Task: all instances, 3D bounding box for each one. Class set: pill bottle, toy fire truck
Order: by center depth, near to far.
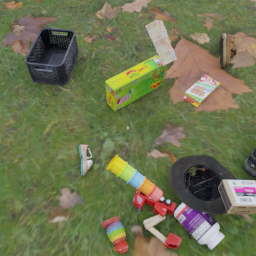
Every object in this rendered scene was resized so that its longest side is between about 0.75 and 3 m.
[{"bbox_3d":[2.265,3.030,8.900,0.866,0.866,1.540,-34,62,-22],"label":"pill bottle"},{"bbox_3d":[0.942,2.936,9.209,1.922,0.469,1.356,21,57,14],"label":"toy fire truck"}]

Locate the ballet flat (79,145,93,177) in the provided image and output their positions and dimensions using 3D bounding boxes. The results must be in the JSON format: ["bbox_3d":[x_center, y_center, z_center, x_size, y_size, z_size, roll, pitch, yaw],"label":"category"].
[{"bbox_3d":[-1.567,1.174,10.493,0.453,0.458,1.346,-3,55,-13],"label":"ballet flat"}]

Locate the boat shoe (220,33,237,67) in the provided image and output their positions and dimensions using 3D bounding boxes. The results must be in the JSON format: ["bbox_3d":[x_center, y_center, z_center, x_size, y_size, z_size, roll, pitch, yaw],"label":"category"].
[{"bbox_3d":[5.005,-3.890,13.813,0.805,0.852,2.368,9,55,7],"label":"boat shoe"}]

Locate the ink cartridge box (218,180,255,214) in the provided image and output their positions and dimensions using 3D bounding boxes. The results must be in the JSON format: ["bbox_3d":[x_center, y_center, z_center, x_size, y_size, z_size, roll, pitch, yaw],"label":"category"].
[{"bbox_3d":[3.295,1.959,7.998,1.130,0.424,0.931,2,40,-7],"label":"ink cartridge box"}]

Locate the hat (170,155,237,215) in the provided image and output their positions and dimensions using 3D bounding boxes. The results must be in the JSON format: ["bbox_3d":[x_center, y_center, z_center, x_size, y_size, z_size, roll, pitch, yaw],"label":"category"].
[{"bbox_3d":[2.511,2.057,9.572,2.350,0.948,2.350,1,46,-1],"label":"hat"}]

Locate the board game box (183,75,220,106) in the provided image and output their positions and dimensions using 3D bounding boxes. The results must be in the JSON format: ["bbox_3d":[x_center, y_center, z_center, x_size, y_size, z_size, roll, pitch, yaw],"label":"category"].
[{"bbox_3d":[3.313,-1.707,12.662,0.843,0.265,1.766,38,66,24],"label":"board game box"}]

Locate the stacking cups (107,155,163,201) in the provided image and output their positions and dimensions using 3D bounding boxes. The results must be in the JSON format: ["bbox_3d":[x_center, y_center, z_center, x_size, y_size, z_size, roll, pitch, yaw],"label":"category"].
[{"bbox_3d":[0.255,1.481,8.136,1.776,0.537,0.537,35,59,-5],"label":"stacking cups"}]

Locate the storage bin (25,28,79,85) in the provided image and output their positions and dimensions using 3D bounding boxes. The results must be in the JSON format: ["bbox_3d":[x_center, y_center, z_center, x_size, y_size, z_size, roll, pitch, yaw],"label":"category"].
[{"bbox_3d":[-3.518,-3.421,13.270,1.760,1.221,2.604,6,54,5],"label":"storage bin"}]

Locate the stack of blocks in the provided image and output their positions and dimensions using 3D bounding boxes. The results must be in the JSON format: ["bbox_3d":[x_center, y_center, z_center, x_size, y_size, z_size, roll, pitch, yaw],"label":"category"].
[{"bbox_3d":[1.143,-2.827,9.280,0.409,1.395,0.803,-22,9,25],"label":"stack of blocks"}]

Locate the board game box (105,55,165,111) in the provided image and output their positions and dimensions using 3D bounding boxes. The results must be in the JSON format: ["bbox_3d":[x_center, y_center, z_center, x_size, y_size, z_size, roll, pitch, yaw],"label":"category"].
[{"bbox_3d":[0.346,-1.939,12.109,2.695,1.369,0.642,-31,60,-20],"label":"board game box"}]

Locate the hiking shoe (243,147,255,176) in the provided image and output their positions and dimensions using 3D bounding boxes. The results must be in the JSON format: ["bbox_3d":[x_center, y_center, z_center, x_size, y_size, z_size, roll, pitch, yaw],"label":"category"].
[{"bbox_3d":[5.515,0.617,10.255,2.851,1.435,1.080,-36,62,-23],"label":"hiking shoe"}]

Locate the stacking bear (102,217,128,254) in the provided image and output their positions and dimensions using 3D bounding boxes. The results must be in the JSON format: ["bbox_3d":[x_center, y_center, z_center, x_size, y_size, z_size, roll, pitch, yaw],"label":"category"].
[{"bbox_3d":[-0.347,3.421,8.838,0.605,0.646,1.064,-21,65,-14],"label":"stacking bear"}]
